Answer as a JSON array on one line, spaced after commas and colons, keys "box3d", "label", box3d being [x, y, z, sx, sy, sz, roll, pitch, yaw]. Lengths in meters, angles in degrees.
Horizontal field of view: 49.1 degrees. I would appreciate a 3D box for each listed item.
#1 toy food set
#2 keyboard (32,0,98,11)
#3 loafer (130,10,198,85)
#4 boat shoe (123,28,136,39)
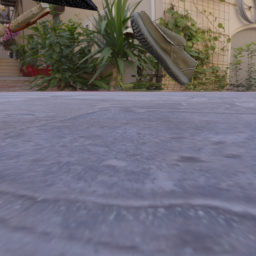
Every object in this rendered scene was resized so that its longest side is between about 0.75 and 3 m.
[{"box3d": [-3.440, -3.157, 8.508, 2.640, 0.416, 1.678, -27, 17, 12], "label": "toy food set"}, {"box3d": [-1.805, -2.956, 6.349, 2.168, 0.429, 1.128, 20, -3, 29], "label": "keyboard"}, {"box3d": [1.227, -2.716, 9.149, 2.947, 1.026, 1.108, 44, 1, -27], "label": "loafer"}, {"box3d": [0.157, -4.016, 11.744, 0.439, 0.396, 1.218, 40, 0, -25], "label": "boat shoe"}]
